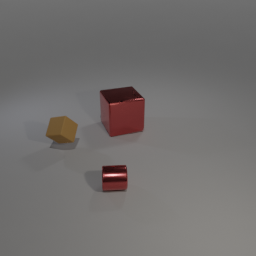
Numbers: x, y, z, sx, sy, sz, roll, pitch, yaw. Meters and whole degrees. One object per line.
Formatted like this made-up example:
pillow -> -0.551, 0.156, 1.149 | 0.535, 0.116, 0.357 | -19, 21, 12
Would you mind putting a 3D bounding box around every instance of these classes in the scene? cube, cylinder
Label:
cube -> -0.245, -0.682, 10.994 | 1.400, 1.400, 1.400 | -10, 31, -17
cylinder -> -0.385, 1.413, 7.972 | 0.700, 0.700, 0.700 | -1, 29, -5
cube -> -2.245, 0.069, 9.545 | 0.700, 0.700, 0.700 | -5, 63, 29
